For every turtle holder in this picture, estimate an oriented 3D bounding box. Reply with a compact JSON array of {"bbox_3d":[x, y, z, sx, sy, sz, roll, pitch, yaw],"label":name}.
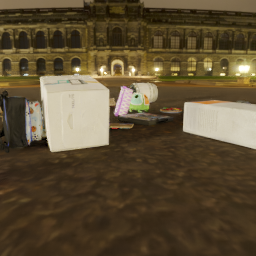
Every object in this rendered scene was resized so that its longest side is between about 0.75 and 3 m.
[{"bbox_3d":[0.492,-1.408,15.066,1.066,0.996,1.403,-8,17,-38],"label":"turtle holder"}]

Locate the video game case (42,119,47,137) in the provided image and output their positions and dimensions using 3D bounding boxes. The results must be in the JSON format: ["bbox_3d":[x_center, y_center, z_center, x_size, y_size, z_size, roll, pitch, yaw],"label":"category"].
[{"bbox_3d":[-2.385,-0.127,10.077,2.416,0.293,2.655,0,14,-1],"label":"video game case"}]

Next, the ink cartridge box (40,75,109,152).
[{"bbox_3d":[-1.587,-0.535,8.023,1.594,1.601,2.182,-5,21,-19],"label":"ink cartridge box"}]

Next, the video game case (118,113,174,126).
[{"bbox_3d":[0.745,-0.404,11.969,1.791,0.228,1.619,10,14,44],"label":"video game case"}]

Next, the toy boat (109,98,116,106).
[{"bbox_3d":[-1.227,-1.572,17.760,0.822,0.536,0.537,-9,-16,-42],"label":"toy boat"}]

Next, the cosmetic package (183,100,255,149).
[{"bbox_3d":[3.281,-0.207,8.687,1.507,1.059,2.972,-7,13,-32],"label":"cosmetic package"}]

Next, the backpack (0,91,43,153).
[{"bbox_3d":[-2.986,-0.197,7.795,1.205,1.565,1.490,1,4,-26],"label":"backpack"}]

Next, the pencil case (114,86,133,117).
[{"bbox_3d":[-0.204,-1.170,12.671,0.601,1.432,0.612,13,0,17],"label":"pencil case"}]

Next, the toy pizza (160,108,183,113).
[{"bbox_3d":[2.341,-0.978,15.086,1.253,0.199,1.253,0,11,0],"label":"toy pizza"}]

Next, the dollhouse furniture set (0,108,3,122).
[{"bbox_3d":[-4.859,-0.330,10.930,1.108,0.840,1.264,6,-10,28],"label":"dollhouse furniture set"}]

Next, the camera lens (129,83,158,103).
[{"bbox_3d":[0.987,-2.393,19.316,1.752,1.401,1.401,-5,12,-25],"label":"camera lens"}]

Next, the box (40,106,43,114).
[{"bbox_3d":[-3.630,-0.920,14.115,1.482,0.451,1.839,4,11,26],"label":"box"}]

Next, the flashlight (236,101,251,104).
[{"bbox_3d":[5.683,-0.823,12.415,0.900,0.903,2.657,-1,11,-9],"label":"flashlight"}]

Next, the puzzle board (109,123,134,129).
[{"bbox_3d":[-0.447,-0.074,10.444,1.264,0.110,0.953,1,7,5],"label":"puzzle board"}]
